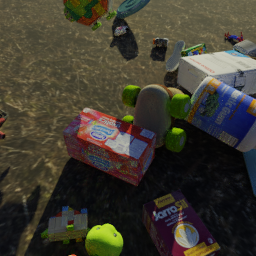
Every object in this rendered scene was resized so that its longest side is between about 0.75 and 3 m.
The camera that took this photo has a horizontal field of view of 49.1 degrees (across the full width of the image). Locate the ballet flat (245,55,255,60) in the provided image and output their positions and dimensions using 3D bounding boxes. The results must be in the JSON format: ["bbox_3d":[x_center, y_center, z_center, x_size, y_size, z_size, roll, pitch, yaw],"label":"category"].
[{"bbox_3d":[5.629,-2.960,12.791,2.214,0.760,0.698,-6,19,-6],"label":"ballet flat"}]

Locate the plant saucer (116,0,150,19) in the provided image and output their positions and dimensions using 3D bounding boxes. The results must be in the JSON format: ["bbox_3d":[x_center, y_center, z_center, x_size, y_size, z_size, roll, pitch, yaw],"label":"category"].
[{"bbox_3d":[0.283,-7.485,16.894,2.452,0.336,2.452,-22,40,20],"label":"plant saucer"}]

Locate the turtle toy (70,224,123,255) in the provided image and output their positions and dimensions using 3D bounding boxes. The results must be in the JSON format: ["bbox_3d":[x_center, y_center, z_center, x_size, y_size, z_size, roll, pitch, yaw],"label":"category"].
[{"bbox_3d":[-0.871,3.376,6.091,1.866,1.294,2.560,15,47,14],"label":"turtle toy"}]

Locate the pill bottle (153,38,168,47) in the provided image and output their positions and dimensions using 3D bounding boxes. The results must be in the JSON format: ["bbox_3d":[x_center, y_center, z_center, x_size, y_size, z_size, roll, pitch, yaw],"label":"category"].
[{"bbox_3d":[1.696,-4.492,14.653,0.777,0.413,0.413,8,45,7],"label":"pill bottle"}]

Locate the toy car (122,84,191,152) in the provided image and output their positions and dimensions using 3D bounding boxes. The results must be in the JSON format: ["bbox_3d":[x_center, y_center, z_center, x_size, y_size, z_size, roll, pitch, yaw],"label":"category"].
[{"bbox_3d":[1.413,-0.570,10.034,2.236,2.148,2.722,16,21,32],"label":"toy car"}]

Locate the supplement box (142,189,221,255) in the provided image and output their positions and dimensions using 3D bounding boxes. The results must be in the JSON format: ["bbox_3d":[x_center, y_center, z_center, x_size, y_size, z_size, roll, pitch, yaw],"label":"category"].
[{"bbox_3d":[1.263,2.659,7.088,1.163,0.917,1.777,-19,48,-18],"label":"supplement box"}]

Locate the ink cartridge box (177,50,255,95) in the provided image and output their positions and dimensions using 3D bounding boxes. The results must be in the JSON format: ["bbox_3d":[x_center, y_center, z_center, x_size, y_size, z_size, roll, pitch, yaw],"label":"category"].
[{"bbox_3d":[3.759,-2.164,11.364,2.843,1.221,2.082,-13,38,-20],"label":"ink cartridge box"}]

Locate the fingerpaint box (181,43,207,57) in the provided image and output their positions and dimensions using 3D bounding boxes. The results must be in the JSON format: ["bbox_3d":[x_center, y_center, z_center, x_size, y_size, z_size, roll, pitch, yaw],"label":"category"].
[{"bbox_3d":[3.114,-3.244,12.944,1.187,0.990,0.435,-25,19,-24],"label":"fingerpaint box"}]

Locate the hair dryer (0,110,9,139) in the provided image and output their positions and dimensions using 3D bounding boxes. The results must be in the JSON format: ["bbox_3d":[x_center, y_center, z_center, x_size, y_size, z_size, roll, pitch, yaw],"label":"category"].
[{"bbox_3d":[-4.919,-0.122,10.226,1.275,0.455,1.674,-24,51,-24],"label":"hair dryer"}]

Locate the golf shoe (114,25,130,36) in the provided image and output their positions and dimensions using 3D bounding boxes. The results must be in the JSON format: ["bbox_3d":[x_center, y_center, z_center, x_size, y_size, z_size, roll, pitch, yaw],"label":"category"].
[{"bbox_3d":[-0.361,-5.427,15.607,0.503,0.396,1.092,26,50,24],"label":"golf shoe"}]

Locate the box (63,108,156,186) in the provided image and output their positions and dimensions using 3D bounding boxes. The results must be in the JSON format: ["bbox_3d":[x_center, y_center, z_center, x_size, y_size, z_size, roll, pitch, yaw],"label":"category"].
[{"bbox_3d":[-0.571,0.547,8.955,2.664,1.272,1.328,20,48,19],"label":"box"}]

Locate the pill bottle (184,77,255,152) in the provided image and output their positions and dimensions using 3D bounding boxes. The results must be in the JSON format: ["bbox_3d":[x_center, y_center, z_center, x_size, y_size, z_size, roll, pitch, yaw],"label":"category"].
[{"bbox_3d":[3.506,-0.284,9.061,2.998,1.680,1.680,31,52,17],"label":"pill bottle"}]

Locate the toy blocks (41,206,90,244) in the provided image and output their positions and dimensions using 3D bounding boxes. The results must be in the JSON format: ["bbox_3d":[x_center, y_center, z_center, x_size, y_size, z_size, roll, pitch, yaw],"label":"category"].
[{"bbox_3d":[-1.599,2.513,7.545,1.308,0.654,0.894,-5,34,-7],"label":"toy blocks"}]

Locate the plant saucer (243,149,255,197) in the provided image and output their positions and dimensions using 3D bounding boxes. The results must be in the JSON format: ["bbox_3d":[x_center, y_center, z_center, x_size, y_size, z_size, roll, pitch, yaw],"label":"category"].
[{"bbox_3d":[4.291,1.043,9.188,1.017,0.276,2.908,3,46,4],"label":"plant saucer"}]

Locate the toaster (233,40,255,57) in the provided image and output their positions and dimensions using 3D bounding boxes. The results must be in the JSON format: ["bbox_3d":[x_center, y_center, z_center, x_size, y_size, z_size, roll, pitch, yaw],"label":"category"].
[{"bbox_3d":[5.710,-3.594,13.489,0.924,0.813,1.430,-21,51,-15],"label":"toaster"}]

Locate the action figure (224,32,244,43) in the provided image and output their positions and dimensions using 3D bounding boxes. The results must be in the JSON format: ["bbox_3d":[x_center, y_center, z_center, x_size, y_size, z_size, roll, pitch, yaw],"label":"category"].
[{"bbox_3d":[5.848,-4.979,15.034,0.412,0.624,1.262,-30,55,-26],"label":"action figure"}]

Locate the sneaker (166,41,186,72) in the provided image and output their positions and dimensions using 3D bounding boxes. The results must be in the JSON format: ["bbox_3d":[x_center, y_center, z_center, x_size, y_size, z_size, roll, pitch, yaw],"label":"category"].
[{"bbox_3d":[2.361,-3.244,13.248,0.679,0.687,1.730,14,70,34],"label":"sneaker"}]

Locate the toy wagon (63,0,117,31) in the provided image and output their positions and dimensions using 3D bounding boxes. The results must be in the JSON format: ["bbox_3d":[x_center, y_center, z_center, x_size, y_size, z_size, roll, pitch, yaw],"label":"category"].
[{"bbox_3d":[-1.827,-5.068,11.410,2.859,2.218,0.566,-17,27,44],"label":"toy wagon"}]
